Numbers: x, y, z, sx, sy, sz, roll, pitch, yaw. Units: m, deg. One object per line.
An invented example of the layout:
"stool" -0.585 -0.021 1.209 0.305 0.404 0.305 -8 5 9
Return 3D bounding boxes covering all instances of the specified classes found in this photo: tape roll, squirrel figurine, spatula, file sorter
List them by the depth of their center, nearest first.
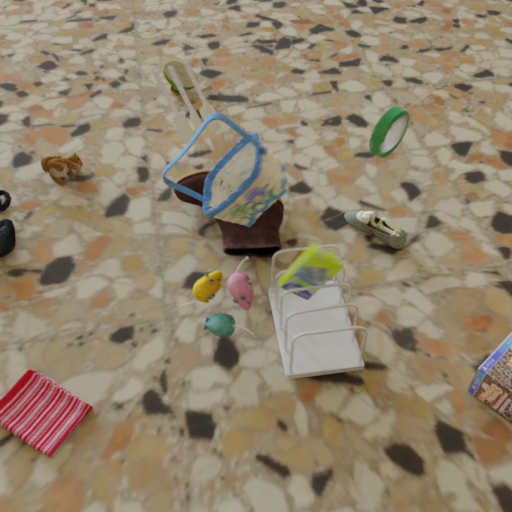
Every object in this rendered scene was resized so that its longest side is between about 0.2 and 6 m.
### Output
"file sorter" 1.057 0.950 10.001 1.384 1.242 1.994 -7 47 -5
"tape roll" 2.888 -2.675 12.160 0.264 1.098 1.098 36 57 26
"squirrel figurine" -4.638 -2.207 13.405 0.888 0.629 0.829 22 44 16
"spatula" -1.750 -3.938 14.116 1.378 1.982 0.159 -32 10 -34

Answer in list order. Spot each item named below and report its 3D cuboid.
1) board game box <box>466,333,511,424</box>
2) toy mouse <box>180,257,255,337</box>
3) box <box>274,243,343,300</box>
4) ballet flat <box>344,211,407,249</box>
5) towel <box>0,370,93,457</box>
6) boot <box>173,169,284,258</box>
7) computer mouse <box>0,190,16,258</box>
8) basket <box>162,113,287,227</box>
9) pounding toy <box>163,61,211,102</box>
"board game box" 4.486 2.165 9.232 1.148 0.697 1.440 -35 57 -28
"toy mouse" -0.549 0.874 10.000 1.752 0.339 1.557 -47 60 18
"box" 0.902 0.332 9.773 0.663 1.087 0.259 27 31 -27
"ballet flat" 2.591 -0.701 12.053 1.526 0.486 0.514 34 52 28
"towel" -3.570 2.554 9.248 1.430 0.161 1.034 23 52 20
"boot" -0.636 -0.896 11.946 2.487 0.900 2.069 4 45 -1
"computer mouse" -5.533 -0.704 12.203 0.676 0.392 2.306 -31 45 7
"basket" -0.502 -1.599 10.685 2.049 1.807 1.425 29 38 -26
"pounding toy" -2.131 -4.879 16.002 1.329 0.617 1.026 41 46 -1
